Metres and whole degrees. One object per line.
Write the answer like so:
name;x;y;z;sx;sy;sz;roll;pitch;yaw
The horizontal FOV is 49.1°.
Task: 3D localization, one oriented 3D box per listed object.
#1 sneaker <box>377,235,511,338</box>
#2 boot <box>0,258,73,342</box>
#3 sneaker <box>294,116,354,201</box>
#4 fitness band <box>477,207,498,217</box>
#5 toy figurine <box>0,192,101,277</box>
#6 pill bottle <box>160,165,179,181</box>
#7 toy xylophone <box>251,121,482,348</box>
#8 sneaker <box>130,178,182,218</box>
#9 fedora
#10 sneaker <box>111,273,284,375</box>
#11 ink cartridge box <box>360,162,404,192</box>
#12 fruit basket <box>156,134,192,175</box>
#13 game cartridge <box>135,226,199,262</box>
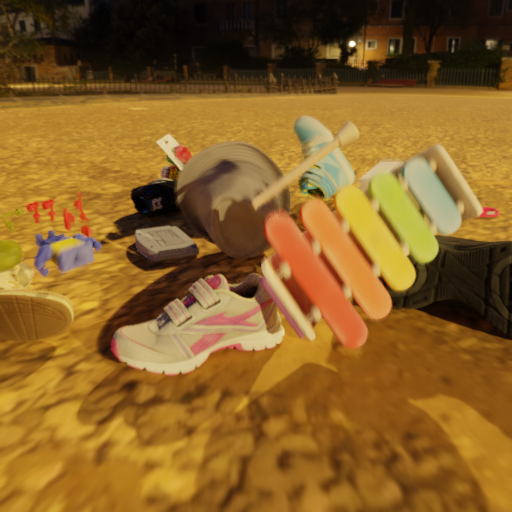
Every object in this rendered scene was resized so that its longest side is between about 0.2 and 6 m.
sneaker;2.965;0.226;7.406;3.346;1.270;1.519;14;15;25
boot;-3.119;0.491;7.265;1.871;0.681;1.454;-5;24;5
sneaker;1.292;-2.204;13.066;1.321;2.024;0.805;-39;2;-25
fitness band;4.889;-0.950;12.099;0.668;0.125;0.480;1;17;0
toy figurine;-2.289;-0.137;6.396;0.854;0.752;1.426;26;31;30
pill bottle;-1.886;-1.980;14.159;1.146;0.626;0.626;16;26;39
toy xylophone;1.116;-0.349;6.501;2.727;1.997;0.685;-43;5;-9
sneaker;-1.667;-1.157;11.824;2.255;0.824;1.261;3;22;32
fedora;-0.310;-0.719;9.118;1.824;2.062;0.931;-18;40;7
sneaker;-0.643;0.679;6.435;2.088;0.921;0.850;-12;23;-29
ink cartridge box;2.011;-0.817;8.728;0.470;1.120;0.811;10;32;33
fruit basket;-1.616;-2.028;12.970;1.728;0.810;1.600;43;15;-12
game cartridge;-1.648;-0.219;9.912;0.896;0.272;1.344;-5;20;-25
